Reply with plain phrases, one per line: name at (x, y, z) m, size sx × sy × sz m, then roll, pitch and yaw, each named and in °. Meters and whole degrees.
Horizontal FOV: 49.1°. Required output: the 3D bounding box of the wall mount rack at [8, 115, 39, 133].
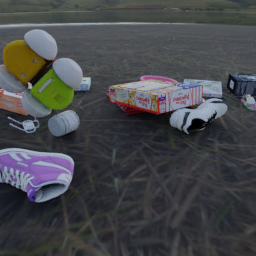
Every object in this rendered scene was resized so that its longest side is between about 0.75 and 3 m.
wall mount rack at (-3.687, -0.176, 9.898) m, size 0.945 × 0.405 × 1.087 m, roll -12°, pitch 27°, yaw -24°

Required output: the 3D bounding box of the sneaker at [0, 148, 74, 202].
sneaker at (-2.524, 1.154, 6.670) m, size 2.340 × 0.848 × 1.334 m, roll -2°, pitch 29°, yaw -3°

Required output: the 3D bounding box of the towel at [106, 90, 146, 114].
towel at (0.372, -1.313, 12.388) m, size 1.988 × 0.309 × 2.749 m, roll -10°, pitch 27°, yaw -21°

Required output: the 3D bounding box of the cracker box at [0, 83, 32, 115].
cracker box at (-4.082, -1.480, 12.178) m, size 1.780 × 0.766 × 2.657 m, roll 14°, pitch 30°, yaw 26°

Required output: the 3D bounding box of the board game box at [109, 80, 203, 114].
board game box at (1.003, -1.327, 10.918) m, size 2.268 × 0.693 × 2.993 m, roll -15°, pitch 21°, yaw -32°

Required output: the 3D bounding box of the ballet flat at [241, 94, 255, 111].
ballet flat at (5.123, -1.145, 11.848) m, size 0.446 × 0.460 × 1.291 m, roll 0°, pitch 26°, yaw 4°

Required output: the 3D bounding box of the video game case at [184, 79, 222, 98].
video game case at (3.657, -1.996, 13.878) m, size 1.882 × 0.227 × 2.064 m, roll 7°, pitch 26°, yaw 14°

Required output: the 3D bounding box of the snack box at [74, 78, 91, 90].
snack box at (-2.952, -2.237, 14.210) m, size 2.023 × 0.375 × 1.175 m, roll -1°, pitch 26°, yaw -1°

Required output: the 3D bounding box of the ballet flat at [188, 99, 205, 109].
ballet flat at (2.705, -1.120, 11.597) m, size 0.689 × 0.632 × 2.007 m, roll -13°, pitch 28°, yaw -26°

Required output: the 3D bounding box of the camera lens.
camera lens at (-2.155, -0.172, 9.519) m, size 0.718 × 0.718 × 0.897 m, roll 17°, pitch 30°, yaw 31°

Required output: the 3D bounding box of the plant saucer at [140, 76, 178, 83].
plant saucer at (1.502, -2.140, 13.716) m, size 1.850 × 0.469 × 1.850 m, roll 7°, pitch 21°, yaw -3°

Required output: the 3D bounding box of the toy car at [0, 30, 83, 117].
toy car at (-2.798, -1.819, 9.366) m, size 2.265 × 2.589 × 1.941 m, roll -40°, pitch 12°, yaw 17°

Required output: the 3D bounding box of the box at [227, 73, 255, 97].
box at (5.587, -2.060, 13.371) m, size 1.293 × 0.815 × 1.315 m, roll 2°, pitch 26°, yaw 0°

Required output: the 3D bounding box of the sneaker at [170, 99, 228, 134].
sneaker at (2.676, -0.347, 9.895) m, size 2.354 × 0.868 × 0.942 m, roll -20°, pitch 35°, yaw -20°
